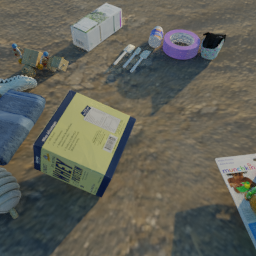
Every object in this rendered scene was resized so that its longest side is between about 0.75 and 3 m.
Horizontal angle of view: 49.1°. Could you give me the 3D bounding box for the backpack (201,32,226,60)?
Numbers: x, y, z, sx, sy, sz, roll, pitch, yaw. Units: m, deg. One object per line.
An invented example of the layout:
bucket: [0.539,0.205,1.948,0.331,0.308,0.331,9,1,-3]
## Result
backpack: [3.606,-3.531,12.049,0.996,0.756,1.194,13,52,26]

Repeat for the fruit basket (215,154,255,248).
fruit basket: [4.148,1.703,7.526,2.706,1.369,2.921,-5,49,-4]

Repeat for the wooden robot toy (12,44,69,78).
wooden robot toy: [-3.707,-2.453,11.283,2.682,1.182,1.217,17,89,13]

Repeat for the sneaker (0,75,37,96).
sneaker: [-4.404,-1.498,10.563,1.917,0.720,0.777,-7,70,-6]

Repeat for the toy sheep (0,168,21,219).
toy sheep: [-3.551,1.751,7.632,1.214,1.214,1.761,-32,78,-23]

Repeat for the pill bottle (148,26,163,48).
pill bottle: [1.283,-4.147,12.648,0.568,0.568,1.014,10,53,8]

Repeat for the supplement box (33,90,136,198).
supplement box: [-1.230,0.443,8.117,2.153,1.447,2.155,24,53,-1]

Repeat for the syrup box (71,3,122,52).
syrup box: [-1.370,-4.624,12.750,0.965,0.998,2.451,31,58,22]

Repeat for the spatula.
spatula: [0.139,-3.026,12.072,1.138,0.131,1.637,27,57,13]

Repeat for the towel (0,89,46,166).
towel: [-3.989,-0.077,9.351,1.587,0.690,2.843,13,52,10]

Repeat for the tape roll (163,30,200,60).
tape roll: [2.331,-3.675,12.279,1.561,0.512,1.561,1,49,-1]
